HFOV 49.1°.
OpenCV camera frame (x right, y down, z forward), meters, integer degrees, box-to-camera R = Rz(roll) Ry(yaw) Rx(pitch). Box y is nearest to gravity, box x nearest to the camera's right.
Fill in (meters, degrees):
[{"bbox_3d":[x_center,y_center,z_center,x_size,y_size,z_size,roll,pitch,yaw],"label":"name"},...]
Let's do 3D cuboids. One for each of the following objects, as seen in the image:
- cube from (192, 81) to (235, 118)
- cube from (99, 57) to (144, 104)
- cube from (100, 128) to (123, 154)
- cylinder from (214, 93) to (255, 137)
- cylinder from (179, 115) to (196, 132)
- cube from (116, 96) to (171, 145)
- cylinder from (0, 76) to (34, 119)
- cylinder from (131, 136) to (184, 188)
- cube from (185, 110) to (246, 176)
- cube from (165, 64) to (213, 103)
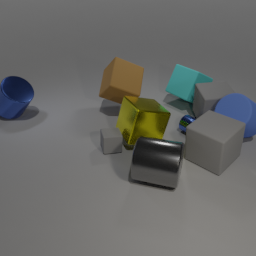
[{"bbox_3d":[3.711,-1.050,12.113,1.400,1.400,1.400,-5,37,-3],"label":"cube"},{"bbox_3d":[-0.297,-2.001,12.285,1.400,1.400,1.400,17,-20,-22],"label":"cube"},{"bbox_3d":[-0.620,0.466,10.340,0.700,0.700,0.700,-5,28,-13],"label":"cube"},{"bbox_3d":[4.191,-0.447,10.502,1.400,1.400,1.400,16,12,-44],"label":"cylinder"},{"bbox_3d":[2.552,-0.099,11.378,0.700,0.700,0.700,-20,35,-31],"label":"cylinder"},{"bbox_3d":[0.535,-0.274,10.663,1.400,1.400,1.400,4,26,-26],"label":"cube"},{"bbox_3d":[-5.045,-1.322,12.298,1.400,1.400,1.400,23,48,-28],"label":"cylinder"},{"bbox_3d":[0.934,1.032,8.650,1.400,1.400,1.400,9,31,14],"label":"cylinder"},{"bbox_3d":[2.922,0.460,9.526,1.400,1.400,1.400,-32,42,-33],"label":"cube"},{"bbox_3d":[2.949,-2.082,13.545,1.400,1.400,1.400,9,18,-45],"label":"cube"}]
